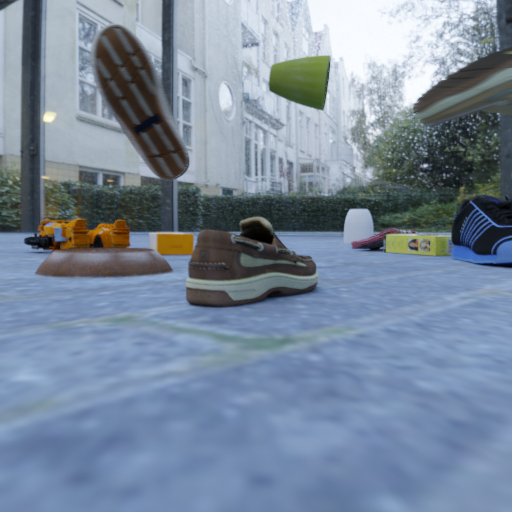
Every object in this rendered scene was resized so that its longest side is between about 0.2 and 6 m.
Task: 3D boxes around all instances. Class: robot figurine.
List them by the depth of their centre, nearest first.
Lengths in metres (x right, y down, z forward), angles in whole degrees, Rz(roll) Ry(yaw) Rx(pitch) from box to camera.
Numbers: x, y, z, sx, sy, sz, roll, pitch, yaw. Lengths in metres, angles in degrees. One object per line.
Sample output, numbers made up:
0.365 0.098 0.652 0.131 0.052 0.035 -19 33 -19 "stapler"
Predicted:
-3.911 -0.440 12.277 1.869 0.750 2.577 0 3 -41 "robot figurine"

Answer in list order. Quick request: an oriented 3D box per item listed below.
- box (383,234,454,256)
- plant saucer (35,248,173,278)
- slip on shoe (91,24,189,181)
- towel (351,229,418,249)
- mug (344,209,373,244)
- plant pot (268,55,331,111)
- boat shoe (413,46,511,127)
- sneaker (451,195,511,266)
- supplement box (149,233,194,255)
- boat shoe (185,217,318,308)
3.398 -0.239 11.664 0.633 0.422 1.683 -1 3 -24 "box"
-1.923 0.066 7.163 1.704 0.312 1.704 -1 3 0 "plant saucer"
-2.361 -3.102 11.517 1.234 3.246 0.983 -30 30 -4 "slip on shoe"
3.085 -0.406 13.361 1.161 0.183 1.612 -20 -11 32 "towel"
3.363 -0.962 18.482 0.948 1.125 1.283 0 3 3 "mug"
0.730 -3.008 9.601 0.976 0.913 0.913 9 4 9 "plant pot"
3.832 -2.511 8.403 2.817 1.073 1.009 -24 25 16 "boat shoe"
3.796 -0.436 8.811 1.000 1.111 2.853 0 3 -4 "sneaker"
-1.802 -0.267 11.786 0.773 0.451 1.226 0 3 -19 "supplement box"
0.075 0.003 4.796 0.670 0.672 1.815 1 3 25 "boat shoe"
